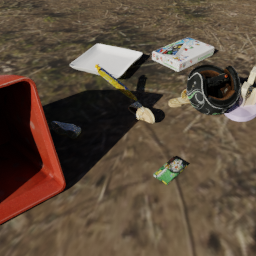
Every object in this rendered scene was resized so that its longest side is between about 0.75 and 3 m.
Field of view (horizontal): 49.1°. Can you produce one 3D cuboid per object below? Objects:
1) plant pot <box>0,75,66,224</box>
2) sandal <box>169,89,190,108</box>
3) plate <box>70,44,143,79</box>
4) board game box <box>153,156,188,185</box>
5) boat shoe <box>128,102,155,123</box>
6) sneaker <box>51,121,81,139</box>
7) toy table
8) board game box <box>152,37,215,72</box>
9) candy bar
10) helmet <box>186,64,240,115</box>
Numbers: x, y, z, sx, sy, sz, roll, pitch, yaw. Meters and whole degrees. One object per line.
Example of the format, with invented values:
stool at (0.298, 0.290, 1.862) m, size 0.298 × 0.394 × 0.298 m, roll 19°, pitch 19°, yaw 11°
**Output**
plant pot at (-3.433, 0.340, 6.195) m, size 2.825 × 2.827 × 2.492 m, roll -25°, pitch 33°, yaw -27°
sandal at (1.989, -1.093, 9.441) m, size 1.363 × 0.448 × 0.500 m, roll -19°, pitch 44°, yaw -22°
plate at (-0.836, -2.695, 11.415) m, size 2.257 × 0.365 × 2.252 m, roll 17°, pitch 44°, yaw 19°
board game box at (1.088, 1.073, 7.141) m, size 0.452 × 0.101 × 0.862 m, roll 34°, pitch 50°, yaw 31°
boat shoe at (0.399, -0.432, 8.715) m, size 0.401 × 0.427 × 1.159 m, roll -22°, pitch 35°, yaw -21°
sneaker at (-1.822, 0.016, 8.263) m, size 0.959 × 0.337 × 0.384 m, roll 21°, pitch 35°, yaw 15°
toy table at (3.811, -1.147, 9.020) m, size 1.710 × 1.089 × 1.860 m, roll 13°, pitch 41°, yaw 15°
board game box at (2.375, -3.202, 11.979) m, size 2.353 × 0.407 × 1.485 m, roll -29°, pitch 48°, yaw -30°
candy bar at (-0.373, -1.435, 8.970) m, size 0.202 × 1.825 × 0.455 m, roll -44°, pitch 35°, yaw 15°
helmet at (2.571, -1.208, 8.697) m, size 1.618 × 1.618 × 1.543 m, roll -5°, pitch 4°, yaw -6°
